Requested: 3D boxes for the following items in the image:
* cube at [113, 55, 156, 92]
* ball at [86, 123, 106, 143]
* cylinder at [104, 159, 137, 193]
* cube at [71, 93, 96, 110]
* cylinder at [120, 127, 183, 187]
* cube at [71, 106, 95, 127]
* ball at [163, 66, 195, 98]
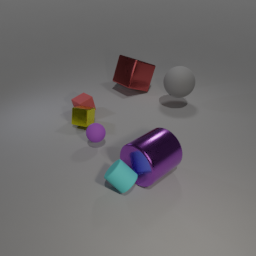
[{"bbox_3d":[0.296,-2.797,14.338,1.400,1.400,1.400,4,19,-42],"label":"cube"},{"bbox_3d":[-1.149,0.171,10.013,0.700,0.700,0.700,0,31,0],"label":"ball"},{"bbox_3d":[-0.206,1.386,8.073,0.700,0.700,0.700,43,32,-10],"label":"cylinder"},{"bbox_3d":[-1.957,-1.037,12.389,0.700,0.700,0.700,-35,42,-27],"label":"cube"},{"bbox_3d":[0.712,0.868,8.611,1.400,1.400,1.400,27,40,37],"label":"cylinder"},{"bbox_3d":[-1.821,-0.491,11.438,0.700,0.700,0.700,10,15,18],"label":"cube"},{"bbox_3d":[2.290,-2.049,12.506,1.400,1.400,1.400,0,31,0],"label":"ball"}]
